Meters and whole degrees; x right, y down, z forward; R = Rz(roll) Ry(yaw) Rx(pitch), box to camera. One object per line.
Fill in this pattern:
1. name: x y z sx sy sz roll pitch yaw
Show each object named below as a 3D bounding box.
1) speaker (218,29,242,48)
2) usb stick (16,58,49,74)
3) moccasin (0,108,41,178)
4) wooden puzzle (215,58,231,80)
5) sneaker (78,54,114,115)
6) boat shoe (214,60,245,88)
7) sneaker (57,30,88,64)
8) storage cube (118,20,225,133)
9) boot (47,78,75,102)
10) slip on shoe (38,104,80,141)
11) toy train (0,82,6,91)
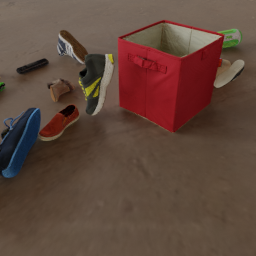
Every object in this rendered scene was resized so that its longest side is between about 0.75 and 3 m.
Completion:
1. speaker: 4.481 -4.231 13.443 1.949 0.862 0.862 -16 40 -19
2. usb stick: -4.000 -2.610 11.817 0.397 0.233 1.432 34 48 26
3. moccasin: -3.043 0.206 7.516 0.826 0.974 2.421 5 37 3
4. wooden puzzle: 2.557 -2.603 11.470 2.536 0.634 2.738 25 44 29
5. sneaker: -1.078 -1.334 8.423 0.929 2.195 0.817 11 39 -15
6. boat shoe: 2.826 -1.442 7.779 1.027 0.310 0.379 -46 50 -2
7. sneaker: -2.508 -3.383 12.594 0.661 1.023 1.887 -32 78 -38
8. storage cube: 1.300 -1.739 8.871 2.307 2.426 2.699 28 45 32
9. boot: -2.359 -1.396 10.102 0.911 0.438 1.246 -10 45 -26
10. slip on shoe: -2.079 -0.193 8.429 0.610 0.504 1.648 22 44 23
11. toy train: -4.909 -1.281 10.068 0.365 0.270 1.293 1 36 19
